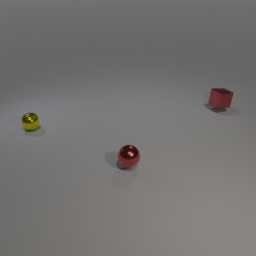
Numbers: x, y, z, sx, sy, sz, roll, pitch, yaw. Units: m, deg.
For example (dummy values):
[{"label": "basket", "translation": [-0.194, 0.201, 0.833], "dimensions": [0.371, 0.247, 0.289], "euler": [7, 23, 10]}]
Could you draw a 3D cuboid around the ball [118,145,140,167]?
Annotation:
[{"label": "ball", "translation": [0.030, 0.863, 8.646], "dimensions": [0.700, 0.700, 0.700], "euler": [0, 28, 0]}]

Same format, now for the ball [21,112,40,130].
[{"label": "ball", "translation": [-3.814, -0.262, 10.959], "dimensions": [0.700, 0.700, 0.700], "euler": [0, 28, 0]}]

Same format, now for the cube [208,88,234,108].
[{"label": "cube", "translation": [4.123, -1.338, 12.452], "dimensions": [0.700, 0.700, 0.700], "euler": [-4, 26, -22]}]
